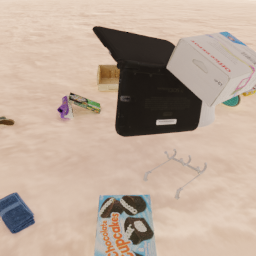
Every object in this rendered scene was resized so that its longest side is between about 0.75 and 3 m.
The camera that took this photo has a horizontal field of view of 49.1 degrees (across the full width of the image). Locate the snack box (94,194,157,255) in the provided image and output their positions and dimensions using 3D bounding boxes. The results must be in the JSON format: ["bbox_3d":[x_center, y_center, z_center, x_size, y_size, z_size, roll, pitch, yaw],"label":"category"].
[{"bbox_3d":[-0.067,2.641,6.765,1.414,0.451,2.433,-1,32,-1],"label":"snack box"}]

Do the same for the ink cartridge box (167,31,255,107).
[{"bbox_3d":[2.132,-1.464,6.584,2.024,0.857,1.463,-21,59,-40],"label":"ink cartridge box"}]

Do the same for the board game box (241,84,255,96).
[{"bbox_3d":[6.060,-2.017,14.131,1.101,0.222,0.842,-17,45,-19],"label":"board game box"}]

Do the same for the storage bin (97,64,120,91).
[{"bbox_3d":[-0.690,-2.645,14.711,1.806,0.847,1.793,0,32,-1],"label":"storage bin"}]

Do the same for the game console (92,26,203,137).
[{"bbox_3d":[0.576,-1.277,7.750,2.999,2.637,1.745,-4,15,-38],"label":"game console"}]

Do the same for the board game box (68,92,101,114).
[{"bbox_3d":[-1.908,-1.112,12.374,1.451,0.170,0.760,20,25,-18],"label":"board game box"}]

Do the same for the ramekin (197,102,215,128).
[{"bbox_3d":[2.726,-0.944,11.908,2.020,0.985,2.020,0,33,0],"label":"ramekin"}]

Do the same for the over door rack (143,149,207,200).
[{"bbox_3d":[1.525,1.297,8.773,1.293,0.583,1.750,25,40,34],"label":"over door rack"}]

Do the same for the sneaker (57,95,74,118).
[{"bbox_3d":[-2.788,-0.942,12.253,0.653,0.632,1.566,-10,34,-11],"label":"sneaker"}]

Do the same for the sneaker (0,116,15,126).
[{"bbox_3d":[-5.096,-0.335,11.561,0.941,0.316,0.422,-1,37,4],"label":"sneaker"}]

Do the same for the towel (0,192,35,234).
[{"bbox_3d":[-3.059,2.244,7.530,0.695,0.302,1.245,-26,41,-33],"label":"towel"}]

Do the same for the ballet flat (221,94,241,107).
[{"bbox_3d":[4.430,-1.741,13.343,0.949,0.949,2.733,-18,36,-26],"label":"ballet flat"}]
